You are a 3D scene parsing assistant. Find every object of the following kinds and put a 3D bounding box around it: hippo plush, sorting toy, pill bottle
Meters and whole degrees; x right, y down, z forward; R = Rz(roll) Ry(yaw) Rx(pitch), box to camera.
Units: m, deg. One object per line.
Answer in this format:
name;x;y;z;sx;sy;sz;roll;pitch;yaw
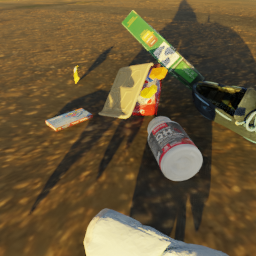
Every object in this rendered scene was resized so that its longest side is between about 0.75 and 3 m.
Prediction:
hippo plush;0.332;1.999;2.534;2.225;1.772;1.789;7;58;32
sorting toy;0.109;-0.841;6.406;0.259;1.441;1.935;31;-10;-31
pill bottle;0.874;0.343;5.783;0.807;0.807;1.458;-6;30;-10

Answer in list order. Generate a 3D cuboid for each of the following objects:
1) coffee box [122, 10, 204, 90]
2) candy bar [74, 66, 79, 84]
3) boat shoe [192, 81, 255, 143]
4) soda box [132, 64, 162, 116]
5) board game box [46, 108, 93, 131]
coffee box;1.135;-2.598;9.334;1.790;0.640;2.912;21;28;-52
candy bar;-1.900;-1.991;10.325;0.114;0.257;1.031;23;30;-28
boat shoe;2.681;-0.337;6.412;2.953;1.014;1.243;17;73;38
soda box;0.586;-1.194;8.370;0.685;0.757;2.161;-1;31;13
board game box;-1.563;-0.240;7.496;1.111;0.108;0.572;-24;38;-33
